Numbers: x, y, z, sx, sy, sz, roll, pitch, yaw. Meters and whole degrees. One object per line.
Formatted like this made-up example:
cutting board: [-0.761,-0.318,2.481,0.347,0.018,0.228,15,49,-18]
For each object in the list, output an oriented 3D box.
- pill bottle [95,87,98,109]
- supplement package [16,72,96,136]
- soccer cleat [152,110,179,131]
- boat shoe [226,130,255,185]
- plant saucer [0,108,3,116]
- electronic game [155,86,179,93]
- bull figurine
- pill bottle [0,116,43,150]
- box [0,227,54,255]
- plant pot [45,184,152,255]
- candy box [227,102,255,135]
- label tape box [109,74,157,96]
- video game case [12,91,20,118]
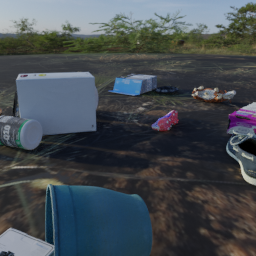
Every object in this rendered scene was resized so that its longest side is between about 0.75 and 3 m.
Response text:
pill bottle: [-2.698,-1.384,12.977,2.395,1.393,1.393,4,19,15]
supplement package: [-2.658,-0.967,10.599,2.693,2.097,1.493,-5,20,-16]
soccer cleat: [1.526,-0.309,11.143,0.679,0.592,1.776,-1,18,26]
boat shoe: [3.427,0.626,7.936,1.025,0.847,2.738,4,19,11]
plant saucer: [-6.552,-0.317,11.156,2.952,0.540,2.952,0,20,0]
electronic game: [2.417,-2.360,17.396,1.424,0.296,1.424,-3,19,1]
bull figurine: [4.476,-1.754,14.780,2.254,0.734,1.368,4,-4,25]
pill bottle: [-3.802,0.120,9.194,1.749,0.989,0.989,7,20,21]
box: [-1.861,2.208,3.719,1.037,0.534,1.778,8,23,25]
plant pot: [-0.468,1.606,4.297,1.454,1.547,1.547,0,18,-20]
candy box: [5.116,-0.255,10.546,1.785,0.798,2.618,16,25,39]
label tape box: [0.334,-2.789,17.735,1.978,0.913,2.761,12,21,31]
video game case: [-4.030,-0.959,11.634,0.188,1.333,1.475,38,33,30]
